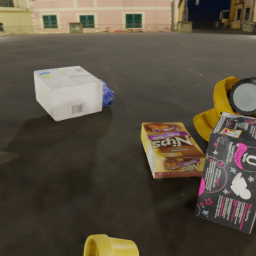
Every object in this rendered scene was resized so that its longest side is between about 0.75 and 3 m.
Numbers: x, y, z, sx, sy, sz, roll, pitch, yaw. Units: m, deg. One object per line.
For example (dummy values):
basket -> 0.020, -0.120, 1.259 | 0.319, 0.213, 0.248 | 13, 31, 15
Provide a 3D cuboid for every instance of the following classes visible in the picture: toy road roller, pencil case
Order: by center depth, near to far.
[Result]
toy road roller -> 3.071, 0.088, 7.172 | 1.800, 2.929, 2.138 | -18, -5, -45
pencil case -> -1.205, -1.645, 12.774 | 0.864, 0.776, 1.989 | -26, 28, -5

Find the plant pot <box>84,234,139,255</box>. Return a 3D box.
plant pot -> -0.242, 2.067, 4.425 | 0.717, 0.762, 0.762 | 5, 20, -26

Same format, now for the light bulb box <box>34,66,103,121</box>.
light bulb box -> -2.450, -1.503, 11.448 | 2.102, 1.324, 2.121 | -15, 36, -31

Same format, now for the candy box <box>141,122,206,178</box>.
candy box -> 1.181, 0.534, 7.944 | 1.314, 0.636, 2.251 | 0, 26, -7

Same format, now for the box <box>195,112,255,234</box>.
box -> 2.177, 0.841, 5.622 | 1.111, 1.937, 1.280 | 15, 28, 23
